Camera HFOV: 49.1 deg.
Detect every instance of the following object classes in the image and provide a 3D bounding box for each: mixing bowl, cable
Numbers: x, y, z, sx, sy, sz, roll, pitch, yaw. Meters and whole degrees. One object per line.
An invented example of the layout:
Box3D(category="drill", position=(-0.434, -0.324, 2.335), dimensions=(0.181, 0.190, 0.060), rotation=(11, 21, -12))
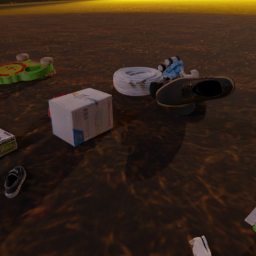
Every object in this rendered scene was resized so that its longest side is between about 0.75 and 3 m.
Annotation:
Box3D(category="mixing bowl", position=(-2.475, -0.898, 10.810), dimensions=(1.265, 0.685, 1.265), rotation=(2, 29, -1))
Box3D(category="cable", position=(0.496, -2.272, 13.277), dimensions=(2.370, 0.820, 2.370), rotation=(-15, 30, -27))

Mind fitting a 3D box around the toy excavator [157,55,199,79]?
Box3D(category="toy excavator", position=(2.651, -2.940, 14.527), dimensions=(0.890, 1.781, 1.732), rotation=(-27, -6, -40))

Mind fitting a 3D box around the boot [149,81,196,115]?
Box3D(category="boot", position=(2.604, -1.593, 11.807), dimensions=(2.578, 1.025, 2.962), rotation=(-12, 31, -25))

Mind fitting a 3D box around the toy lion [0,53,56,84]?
Box3D(category="toy lion", position=(-5.662, -2.994, 14.727), dimensions=(2.768, 0.950, 2.653), rotation=(13, 38, 22))

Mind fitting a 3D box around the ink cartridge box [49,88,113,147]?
Box3D(category="ink cartridge box", position=(-1.519, -0.440, 9.349), dimensions=(1.237, 1.259, 1.710), rotation=(23, 35, 37))

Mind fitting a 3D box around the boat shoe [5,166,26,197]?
Box3D(category="boat shoe", position=(-2.867, 1.262, 7.129), dimensions=(0.394, 0.355, 1.114), rotation=(-5, 28, -9))

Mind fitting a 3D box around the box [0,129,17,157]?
Box3D(category="box", position=(-4.947, 0.328, 8.742), dimensions=(2.731, 0.474, 1.503), rotation=(19, 34, 32))

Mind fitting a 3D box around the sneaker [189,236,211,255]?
Box3D(category="sneaker", position=(1.384, 2.370, 5.202), dimensions=(0.308, 0.292, 0.764), rotation=(-11, 23, 1))

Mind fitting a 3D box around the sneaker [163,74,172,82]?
Box3D(category="sneaker", position=(1.732, -2.560, 14.271), dimensions=(1.110, 0.416, 0.481), rotation=(0, 33, 0))

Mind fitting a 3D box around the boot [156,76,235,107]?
Box3D(category="boot", position=(1.540, -0.976, 7.256), dimensions=(2.145, 0.831, 1.484), rotation=(-11, 4, 29))

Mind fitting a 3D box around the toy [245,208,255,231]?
Box3D(category="toy", position=(2.966, 1.937, 6.011), dimensions=(0.954, 0.225, 0.550), rotation=(-23, 38, -37))
